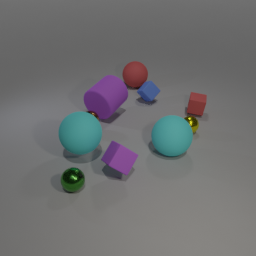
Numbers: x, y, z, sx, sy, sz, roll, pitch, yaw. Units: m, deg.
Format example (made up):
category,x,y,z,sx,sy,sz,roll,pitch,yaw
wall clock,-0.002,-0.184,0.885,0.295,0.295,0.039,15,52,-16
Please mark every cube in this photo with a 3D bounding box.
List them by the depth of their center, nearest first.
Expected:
category,x,y,z,sx,sy,sz,roll,pitch,yaw
cube,-0.256,0.886,8.397,0.700,0.700,0.700,33,-6,-26
cube,3.028,-1.067,12.334,0.700,0.700,0.700,12,38,8
cube,0.990,-1.772,13.525,0.700,0.700,0.700,-49,18,-11

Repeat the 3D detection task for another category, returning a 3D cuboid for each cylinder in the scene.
category,x,y,z,sx,sy,sz,roll,pitch,yaw
cylinder,-0.926,-1.319,11.899,1.400,1.400,1.400,16,44,27

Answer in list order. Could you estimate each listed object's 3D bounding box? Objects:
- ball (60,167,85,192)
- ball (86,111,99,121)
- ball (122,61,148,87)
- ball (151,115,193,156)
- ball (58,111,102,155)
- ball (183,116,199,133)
category,x,y,z,sx,sy,sz,roll,pitch,yaw
ball,-1.595,1.491,8.105,0.700,0.700,0.700,0,29,0
ball,-1.476,-0.333,10.965,0.700,0.700,0.700,0,29,0
ball,0.392,-2.927,15.295,1.400,1.400,1.400,0,29,0
ball,1.499,0.264,9.582,1.400,1.400,1.400,0,29,0
ball,-1.544,0.163,9.114,1.400,1.400,1.400,0,29,0
ball,2.427,-0.128,10.986,0.700,0.700,0.700,0,29,0
